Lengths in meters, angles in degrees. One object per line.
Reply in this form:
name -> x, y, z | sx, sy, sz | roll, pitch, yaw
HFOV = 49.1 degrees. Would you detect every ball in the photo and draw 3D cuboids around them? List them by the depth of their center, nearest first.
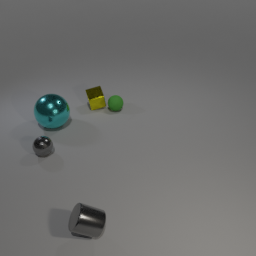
ball -> -2.967, 0.626, 9.765 | 0.700, 0.700, 0.700 | 0, 33, 0
ball -> -3.028, -0.669, 11.170 | 1.400, 1.400, 1.400 | 0, 33, 0
ball -> -0.551, -1.110, 12.438 | 0.700, 0.700, 0.700 | 0, 33, 0

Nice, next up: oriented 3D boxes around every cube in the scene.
cube -> -1.437, -1.337, 12.535 | 0.700, 0.700, 0.700 | -17, 55, -7

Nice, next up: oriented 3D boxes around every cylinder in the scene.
cylinder -> -1.007, 2.278, 6.907 | 0.700, 0.700, 0.700 | 25, 26, -22
